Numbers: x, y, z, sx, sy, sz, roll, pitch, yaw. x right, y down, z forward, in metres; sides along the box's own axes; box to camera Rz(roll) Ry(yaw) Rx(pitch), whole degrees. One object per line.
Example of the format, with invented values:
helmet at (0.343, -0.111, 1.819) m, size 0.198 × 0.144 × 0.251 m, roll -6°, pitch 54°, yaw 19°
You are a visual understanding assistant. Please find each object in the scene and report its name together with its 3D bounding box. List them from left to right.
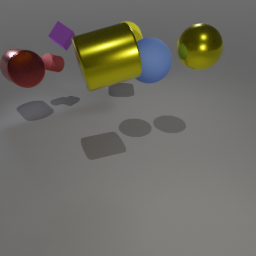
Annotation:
cylinder at (-4.159, -2.376, 11.022) m, size 1.400 × 1.400 × 1.400 m, roll -20°, pitch 26°, yaw -30°
cylinder at (-3.214, -2.790, 12.019) m, size 0.700 × 0.700 × 0.700 m, roll 20°, pitch 11°, yaw 30°
cube at (-2.547, -3.571, 10.894) m, size 0.700 × 0.700 × 0.700 m, roll 33°, pitch 0°, yaw -1°
cylinder at (-0.538, -1.777, 7.067) m, size 1.400 × 1.400 × 1.400 m, roll -18°, pitch 33°, yaw -8°
cylinder at (-0.046, -3.971, 12.672) m, size 1.400 × 1.400 × 1.400 m, roll -1°, pitch 30°, yaw -2°
ball at (0.668, -2.101, 8.745) m, size 1.400 × 1.400 × 1.400 m, roll 0°, pitch 30°, yaw 0°
ball at (2.212, -2.487, 8.659) m, size 1.400 × 1.400 × 1.400 m, roll 0°, pitch 30°, yaw 0°
